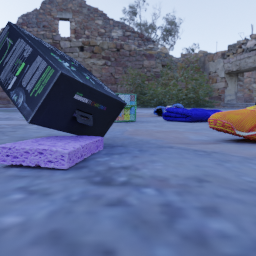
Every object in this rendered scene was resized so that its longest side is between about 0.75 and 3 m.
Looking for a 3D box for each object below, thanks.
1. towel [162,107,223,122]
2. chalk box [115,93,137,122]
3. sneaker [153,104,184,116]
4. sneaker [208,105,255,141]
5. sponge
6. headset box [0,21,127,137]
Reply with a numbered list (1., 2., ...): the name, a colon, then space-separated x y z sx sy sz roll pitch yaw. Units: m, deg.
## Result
1. towel: 2.437 -0.513 10.298 2.026 0.502 1.496 -4 5 -38
2. chalk box: -0.332 -0.704 9.811 0.997 0.992 1.602 -1 6 -31
3. sneaker: 2.008 -0.814 13.969 1.676 0.631 0.657 -7 7 32
4. sneaker: 2.504 -0.229 4.688 2.386 0.920 0.871 -2 6 -4
5. sponge: -0.810 0.238 3.299 0.749 0.200 1.342 2 3 10
6. headset box: -1.031 -0.625 4.206 1.688 0.783 1.470 42 12 31
